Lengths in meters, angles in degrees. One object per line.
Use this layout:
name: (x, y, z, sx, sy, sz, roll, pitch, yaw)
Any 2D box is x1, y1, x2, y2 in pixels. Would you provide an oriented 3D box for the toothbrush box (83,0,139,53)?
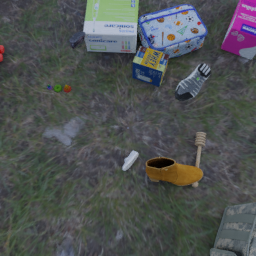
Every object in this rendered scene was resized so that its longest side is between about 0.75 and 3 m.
toothbrush box: (-0.637, -4.801, 11.956, 2.130, 1.259, 2.926, 2, 69, 1)

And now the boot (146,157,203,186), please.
boot: (1.601, 1.421, 9.425, 2.007, 1.437, 0.706, -3, 62, 4)

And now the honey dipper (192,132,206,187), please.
honey dipper: (2.553, 1.158, 10.229, 0.385, 0.385, 2.027, 10, 74, 4)

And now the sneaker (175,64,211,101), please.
sneaker: (2.081, -1.407, 9.673, 0.664, 1.021, 1.769, 48, 67, -2)

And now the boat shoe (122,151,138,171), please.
boat shoe: (0.030, 1.177, 10.233, 0.290, 0.305, 0.847, 30, 75, 29)

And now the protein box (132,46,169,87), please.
protein box: (0.877, -2.420, 11.094, 1.207, 1.198, 0.814, 19, 70, 7)

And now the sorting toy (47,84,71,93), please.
sorting toy: (-2.788, -1.658, 11.275, 0.962, 0.331, 0.334, 4, 69, 1)

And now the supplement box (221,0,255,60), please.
supplement box: (5.164, -4.532, 11.791, 1.403, 1.432, 2.772, 22, 72, 7)

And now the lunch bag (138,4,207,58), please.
lunch bag: (1.759, -4.108, 11.854, 2.726, 1.030, 2.184, -16, 68, -7)

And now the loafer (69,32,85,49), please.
loafer: (-1.911, -3.327, 10.579, 0.384, 0.336, 1.068, 10, 39, 12)

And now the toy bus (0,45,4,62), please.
toy bus: (-6.523, -2.897, 11.094, 2.757, 1.949, 2.872, 10, 71, -13)

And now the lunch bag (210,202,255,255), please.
lunch bag: (3.515, 3.712, 8.219, 1.585, 2.211, 2.696, 25, 71, 4)
